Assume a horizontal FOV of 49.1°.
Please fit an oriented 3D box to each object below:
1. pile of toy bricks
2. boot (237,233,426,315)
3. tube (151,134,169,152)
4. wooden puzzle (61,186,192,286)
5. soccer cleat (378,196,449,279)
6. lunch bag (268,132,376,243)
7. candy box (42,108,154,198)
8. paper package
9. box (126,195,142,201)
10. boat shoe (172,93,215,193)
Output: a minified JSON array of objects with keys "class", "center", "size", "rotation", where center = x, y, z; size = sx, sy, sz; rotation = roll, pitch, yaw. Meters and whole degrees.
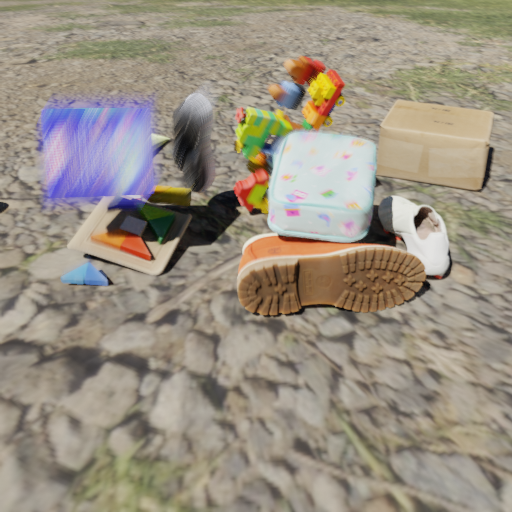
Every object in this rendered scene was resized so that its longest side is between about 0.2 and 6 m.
[{"class":"pile of toy bricks","center":[0.272,-2.546,11.309],"size":[1.604,3.248,1.802],"rotation":[4,45,-31]},{"class":"boot","center":[1.224,0.114,9.611],"size":[3.129,1.174,1.678],"rotation":[-1,25,-3]},{"class":"tube","center":[-2.994,-2.937,15.003],"size":[0.518,0.578,1.994],"rotation":[-30,19,26]},{"class":"wooden puzzle","center":[-2.381,-0.541,10.782],"size":[2.054,0.356,3.044],"rotation":[10,45,0]},{"class":"soccer cleat","center":[3.072,-0.635,10.770],"size":[0.955,1.069,2.756],"rotation":[-3,32,-4]},{"class":"lunch bag","center":[1.130,-1.253,9.778],"size":[1.859,0.894,2.318],"rotation":[4,42,10]},{"class":"candy box","center":[-2.572,-1.712,9.245],"size":[1.674,1.416,0.645],"rotation":[-3,11,-11]},{"class":"paper package","center":[4.463,-2.818,13.974],"size":[2.546,1.317,2.427],"rotation":[12,34,20]},{"class":"box","center":[-2.607,-0.899,11.718],"size":[0.417,0.489,0.765],"rotation":[-2,33,-7]},{"class":"boat shoe","center":[-1.290,-2.040,10.941],"size":[0.797,2.279,0.755],"rotation":[35,55,19]}]
